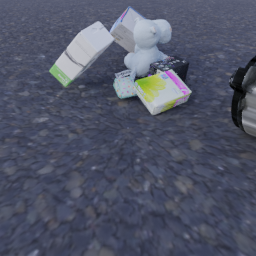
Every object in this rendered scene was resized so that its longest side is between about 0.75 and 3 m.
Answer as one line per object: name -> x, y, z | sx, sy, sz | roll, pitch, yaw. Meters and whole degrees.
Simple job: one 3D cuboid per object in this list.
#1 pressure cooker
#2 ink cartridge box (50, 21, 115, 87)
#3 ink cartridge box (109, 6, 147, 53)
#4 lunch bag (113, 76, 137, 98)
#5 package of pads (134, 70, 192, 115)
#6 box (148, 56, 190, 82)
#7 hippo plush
pressure cooker -> 4.219, -0.792, 7.645 | 2.565, 2.526, 2.872 | -34, 38, -25
ink cartridge box -> -1.756, -2.811, 10.720 | 0.933, 2.222, 1.616 | 46, 39, -11
ink cartridge box -> 0.110, -4.701, 14.007 | 1.784, 0.998, 2.615 | 33, -11, -17
lunch bag -> -0.082, -1.458, 10.393 | 0.704, 0.504, 0.827 | -12, 61, -23
package of pads -> 1.227, -1.267, 9.843 | 1.710, 0.583, 1.321 | -22, 63, -25
box -> 1.647, -2.234, 11.405 | 1.547, 0.946, 0.821 | -26, 48, -34
hippo plush -> 0.685, -3.603, 12.290 | 2.945, 2.368, 2.346 | -19, 36, -28
